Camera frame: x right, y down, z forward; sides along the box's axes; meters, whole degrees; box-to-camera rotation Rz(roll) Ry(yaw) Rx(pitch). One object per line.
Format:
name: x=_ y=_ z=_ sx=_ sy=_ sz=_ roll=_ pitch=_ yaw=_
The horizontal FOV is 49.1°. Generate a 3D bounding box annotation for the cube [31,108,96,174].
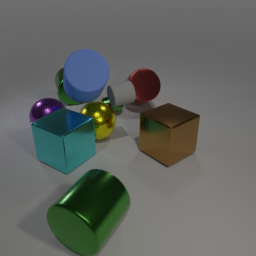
cube: x=-2.030 y=0.359 z=9.028 sx=1.400 sy=1.400 sz=1.400 roll=19 pitch=35 yaw=29

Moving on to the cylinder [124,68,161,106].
cylinder: x=0.534 y=-1.748 z=12.157 sx=1.400 sy=1.400 sz=1.400 roll=-9 pitch=0 yaw=-14

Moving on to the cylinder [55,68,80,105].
cylinder: x=-2.616 y=-1.984 z=13.008 sx=1.400 sy=1.400 sz=1.400 roll=-10 pitch=33 yaw=-16

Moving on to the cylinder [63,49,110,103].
cylinder: x=-1.402 y=-1.657 z=9.202 sx=1.400 sy=1.400 sz=1.400 roll=-9 pitch=-7 yaw=-15

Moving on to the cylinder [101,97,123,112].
cylinder: x=-0.668 y=-1.021 z=11.906 sx=0.700 sy=0.700 sz=0.700 roll=-7 pitch=24 yaw=31

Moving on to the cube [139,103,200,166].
cube: x=1.341 y=0.162 z=9.285 sx=1.400 sy=1.400 sz=1.400 roll=-21 pitch=34 yaw=-35

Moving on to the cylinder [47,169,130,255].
cylinder: x=-0.868 y=1.890 z=6.423 sx=1.400 sy=1.400 sz=1.400 roll=16 pitch=34 yaw=25

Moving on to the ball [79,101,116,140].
ball: x=-1.117 y=-0.270 z=10.107 sx=1.400 sy=1.400 sz=1.400 roll=0 pitch=30 yaw=0

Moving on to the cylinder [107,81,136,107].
cylinder: x=-0.216 y=-1.070 z=8.770 sx=0.700 sy=0.700 sz=0.700 roll=-17 pitch=34 yaw=-19

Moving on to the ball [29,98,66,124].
ball: x=-2.936 y=-0.424 z=10.401 sx=1.400 sy=1.400 sz=1.400 roll=0 pitch=30 yaw=0
